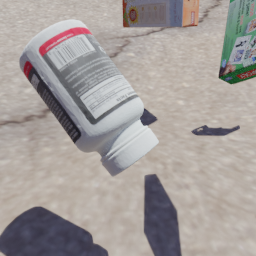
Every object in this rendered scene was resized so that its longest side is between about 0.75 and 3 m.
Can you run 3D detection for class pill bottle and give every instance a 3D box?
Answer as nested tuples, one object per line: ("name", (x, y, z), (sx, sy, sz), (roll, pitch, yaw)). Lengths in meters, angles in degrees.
("pill bottle", (-0.440, -0.332, 3.547), (1.009, 1.009, 1.823), (-35, 87, -34))

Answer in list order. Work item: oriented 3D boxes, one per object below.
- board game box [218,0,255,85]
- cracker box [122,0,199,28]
("board game box", (1.801, -1.613, 3.393), (0.286, 1.321, 1.963), (20, 75, -26))
("cracker box", (0.720, -3.184, 6.769), (0.615, 1.429, 2.134), (-17, 26, -35))
